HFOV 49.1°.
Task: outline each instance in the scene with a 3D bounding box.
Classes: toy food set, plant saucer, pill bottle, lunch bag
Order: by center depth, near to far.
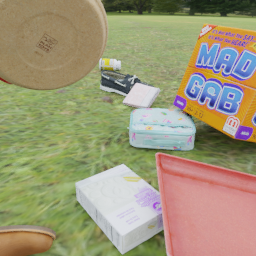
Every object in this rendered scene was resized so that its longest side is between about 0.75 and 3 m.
[{"bbox_3d":[1.703,1.533,4.766,2.570,0.472,2.565,13,26,-5],"label":"plant saucer"},{"bbox_3d":[-1.602,-1.729,5.287,2.506,2.481,0.610,8,39,-36],"label":"toy food set"},{"bbox_3d":[0.995,0.014,8.018,1.912,0.737,1.533,2,27,3],"label":"lunch bag"},{"bbox_3d":[-0.949,-3.355,14.881,1.087,0.611,0.611,4,27,2],"label":"pill bottle"}]

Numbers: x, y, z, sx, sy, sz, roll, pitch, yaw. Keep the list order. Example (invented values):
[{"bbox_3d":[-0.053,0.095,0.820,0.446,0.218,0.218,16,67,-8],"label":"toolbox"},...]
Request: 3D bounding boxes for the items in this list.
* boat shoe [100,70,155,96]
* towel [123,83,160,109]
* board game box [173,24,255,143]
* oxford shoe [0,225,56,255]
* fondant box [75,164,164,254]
[{"bbox_3d":[-0.050,-1.847,11.634,2.695,0.813,1.019,13,29,24],"label":"boat shoe"},{"bbox_3d":[0.511,-1.215,10.603,1.095,0.185,1.146,16,54,26],"label":"towel"},{"bbox_3d":[3.236,-1.153,7.691,2.427,2.427,2.429,8,19,-34],"label":"board game box"},{"bbox_3d":[-2.211,2.029,4.187,2.278,0.813,0.812,-11,49,-9],"label":"oxford shoe"},{"bbox_3d":[-0.098,1.448,5.440,1.210,0.488,1.677,-18,33,-32],"label":"fondant box"}]
